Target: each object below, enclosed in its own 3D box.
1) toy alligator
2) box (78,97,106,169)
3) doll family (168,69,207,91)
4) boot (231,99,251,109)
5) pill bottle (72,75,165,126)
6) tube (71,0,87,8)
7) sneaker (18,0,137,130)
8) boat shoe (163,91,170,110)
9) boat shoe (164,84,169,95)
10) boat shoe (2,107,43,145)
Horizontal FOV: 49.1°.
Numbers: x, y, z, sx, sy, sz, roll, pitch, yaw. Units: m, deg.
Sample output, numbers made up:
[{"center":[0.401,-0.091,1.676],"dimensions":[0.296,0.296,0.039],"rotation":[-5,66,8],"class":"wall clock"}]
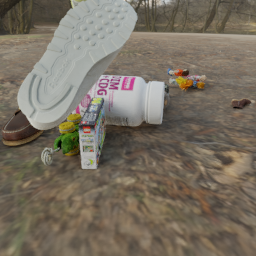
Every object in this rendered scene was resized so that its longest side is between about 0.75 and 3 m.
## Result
[{"center":[-1.428,0.303,7.109],"dimensions":[0.589,0.813,2.453],"rotation":[-3,23,8],"class":"toy alligator"},{"center":[-0.890,0.045,7.333],"dimensions":[0.364,1.155,2.098],"rotation":[0,23,2],"class":"box"},{"center":[2.850,-2.148,13.141],"dimensions":[2.110,0.951,1.310],"rotation":[4,8,-40],"class":"doll family"},{"center":[4.392,-0.892,10.802],"dimensions":[0.755,0.273,0.628],"rotation":[6,36,10],"class":"boot"},{"center":[-0.271,-0.873,8.933],"dimensions":[2.769,1.570,1.570],"rotation":[4,23,9],"class":"pill bottle"},{"center":[-1.355,-3.501,9.166],"dimensions":[0.738,0.824,2.842],"rotation":[4,-20,0],"class":"tube"},{"center":[-0.911,-1.252,5.327],"dimensions":[1.127,2.951,1.188],"rotation":[37,-14,3],"class":"sneaker"},{"center":[0.147,-1.248,10.592],"dimensions":[2.807,1.063,1.008],"rotation":[11,27,1],"class":"boat shoe"},{"center":[0.684,-1.476,11.510],"dimensions":[2.138,0.681,0.756],"rotation":[-8,24,-19],"class":"boat shoe"},{"center":[-2.974,-0.476,8.749],"dimensions":[1.036,1.035,2.943],"rotation":[5,25,7],"class":"boat shoe"}]
